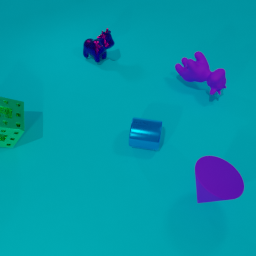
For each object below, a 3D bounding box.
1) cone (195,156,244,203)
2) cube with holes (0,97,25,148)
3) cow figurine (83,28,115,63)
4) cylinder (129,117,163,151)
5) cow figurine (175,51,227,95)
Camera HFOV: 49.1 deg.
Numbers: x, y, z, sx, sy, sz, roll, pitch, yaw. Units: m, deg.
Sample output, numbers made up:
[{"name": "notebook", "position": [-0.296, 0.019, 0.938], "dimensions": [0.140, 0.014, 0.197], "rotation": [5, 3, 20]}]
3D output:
[{"name": "cone", "position": [1.934, 1.505, 6.765], "dimensions": [1.197, 1.201, 1.197], "rotation": [11, 43, -10]}, {"name": "cube with holes", "position": [-3.598, -0.166, 7.883], "dimensions": [1.011, 1.011, 1.011], "rotation": [12, 52, -36]}, {"name": "cow figurine", "position": [-1.102, -3.043, 10.141], "dimensions": [1.312, 1.291, 0.720], "rotation": [27, 48, 24]}, {"name": "cylinder", "position": [0.511, 0.164, 8.081], "dimensions": [0.862, 0.862, 0.862], "rotation": [8, 54, 6]}, {"name": "cow figurine", "position": [2.390, -1.697, 9.040], "dimensions": [0.827, 1.506, 1.482], "rotation": [-45, 106, -19]}]
